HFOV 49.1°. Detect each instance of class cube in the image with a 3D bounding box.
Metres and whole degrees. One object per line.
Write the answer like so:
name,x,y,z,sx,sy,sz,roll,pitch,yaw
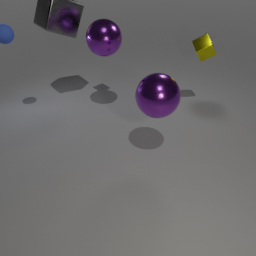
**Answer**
cube,-2.894,-4.727,11.619,1.400,1.400,1.400,1,27,-41
cube,3.202,-3.367,11.761,0.700,0.700,0.700,-23,55,21

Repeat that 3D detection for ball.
ball,0.925,-1.001,8.684,1.400,1.400,1.400,0,33,0
ball,-0.929,-3.484,10.839,1.400,1.400,1.400,0,33,0
ball,-4.521,-3.422,10.206,0.700,0.700,0.700,0,33,0
